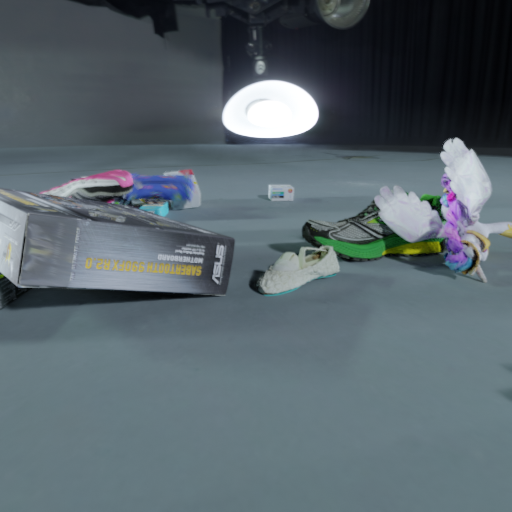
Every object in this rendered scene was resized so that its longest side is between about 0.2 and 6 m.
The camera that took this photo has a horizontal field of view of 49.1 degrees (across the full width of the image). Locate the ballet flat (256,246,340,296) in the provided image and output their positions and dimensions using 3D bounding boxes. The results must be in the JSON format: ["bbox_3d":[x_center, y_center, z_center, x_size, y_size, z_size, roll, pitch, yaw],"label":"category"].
[{"bbox_3d":[0.670,0.170,9.105,0.646,0.646,1.800,14,20,43],"label":"ballet flat"}]

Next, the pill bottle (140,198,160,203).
[{"bbox_3d":[-3.307,-1.854,17.138,0.507,0.507,0.972,-8,16,-28],"label":"pill bottle"}]

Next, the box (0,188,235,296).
[{"bbox_3d":[-2.676,-0.307,8.929,3.079,0.940,3.887,5,8,-39],"label":"box"}]

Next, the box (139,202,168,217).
[{"bbox_3d":[-2.727,-1.189,14.885,0.553,0.331,1.345,0,14,0],"label":"box"}]

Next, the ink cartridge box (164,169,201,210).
[{"bbox_3d":[-2.139,-1.934,16.251,0.847,0.487,1.167,-10,48,-15],"label":"ink cartridge box"}]

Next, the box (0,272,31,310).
[{"bbox_3d":[-4.593,0.478,8.055,2.127,0.523,2.202,3,14,0],"label":"box"}]

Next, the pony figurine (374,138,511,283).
[{"bbox_3d":[3.623,-0.757,10.026,1.980,2.296,2.378,-39,-8,38],"label":"pony figurine"}]

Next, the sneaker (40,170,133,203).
[{"bbox_3d":[-3.527,-0.966,11.619,2.783,1.217,1.027,-13,10,30],"label":"sneaker"}]

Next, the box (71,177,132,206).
[{"bbox_3d":[-4.423,-1.796,16.049,1.065,0.925,1.612,-14,20,-43],"label":"box"}]

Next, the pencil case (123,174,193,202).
[{"bbox_3d":[-2.627,-1.855,15.139,1.870,0.730,0.812,0,-8,-11],"label":"pencil case"}]

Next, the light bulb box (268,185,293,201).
[{"bbox_3d":[0.789,-2.012,17.867,0.711,0.447,0.717,-1,15,-7],"label":"light bulb box"}]

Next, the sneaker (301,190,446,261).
[{"bbox_3d":[2.288,-0.655,10.887,3.035,1.293,1.184,-6,15,-19],"label":"sneaker"}]

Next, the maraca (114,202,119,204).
[{"bbox_3d":[-3.119,-0.807,12.512,0.721,0.563,1.052,-11,53,-22],"label":"maraca"}]
